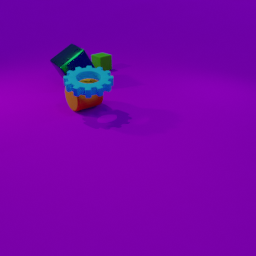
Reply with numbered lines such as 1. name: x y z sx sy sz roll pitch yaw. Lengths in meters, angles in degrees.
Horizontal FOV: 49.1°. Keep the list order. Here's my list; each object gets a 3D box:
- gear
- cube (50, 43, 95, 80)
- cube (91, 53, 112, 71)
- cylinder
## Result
1. gear: -1.191 -1.432 8.522 1.466 0.271 1.466 2 39 -2
2. cube: -2.151 -2.452 11.157 1.163 1.163 1.163 -41 44 -10
3. cube: -1.263 -3.166 13.478 0.713 0.713 0.713 -24 36 -37
4. cylinder: -1.466 -1.132 9.344 0.961 0.961 0.961 -19 33 -32
